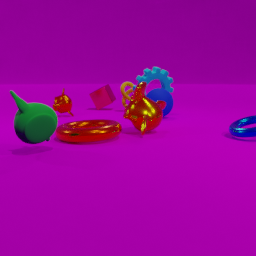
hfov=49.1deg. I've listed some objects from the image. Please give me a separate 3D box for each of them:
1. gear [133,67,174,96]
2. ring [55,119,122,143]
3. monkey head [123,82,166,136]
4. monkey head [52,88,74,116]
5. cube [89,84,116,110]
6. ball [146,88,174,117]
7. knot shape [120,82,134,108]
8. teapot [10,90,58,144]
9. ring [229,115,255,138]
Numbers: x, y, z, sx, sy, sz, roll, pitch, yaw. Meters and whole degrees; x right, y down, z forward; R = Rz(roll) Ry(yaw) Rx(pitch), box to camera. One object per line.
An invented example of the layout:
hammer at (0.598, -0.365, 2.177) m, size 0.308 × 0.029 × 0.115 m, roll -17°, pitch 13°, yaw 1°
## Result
gear at (1.071, -1.631, 11.749) m, size 1.774 × 1.774 × 0.328 m, roll -5°, pitch 24°, yaw -25°
ring at (-1.000, 0.052, 7.195) m, size 1.708 × 0.342 × 1.708 m, roll -3°, pitch 10°, yaw 1°
monkey head at (0.514, -0.555, 7.763) m, size 1.064 × 1.270 × 1.766 m, roll 28°, pitch 39°, yaw 11°
monkey head at (-2.607, -0.941, 11.173) m, size 0.726 × 1.205 × 0.867 m, roll -16°, pitch 14°, yaw 5°
cube at (-1.236, -1.544, 13.887) m, size 0.887 × 0.887 × 0.887 m, roll -24°, pitch 12°, yaw 17°
ball at (1.193, -0.973, 10.834) m, size 1.133 × 1.133 × 1.133 m, roll 0°, pitch 10°, yaw 0°
knot shape at (0.126, -1.440, 12.976) m, size 1.244 × 1.164 × 0.575 m, roll 27°, pitch 11°, yaw -1°
teapot at (-1.912, -0.167, 5.625) m, size 0.867 × 1.395 × 0.683 m, roll -39°, pitch 50°, yaw -16°
ring at (3.202, -0.060, 7.184) m, size 1.196 × 0.239 × 1.196 m, roll -17°, pitch 13°, yaw 4°
